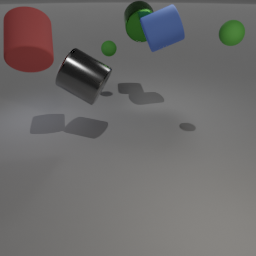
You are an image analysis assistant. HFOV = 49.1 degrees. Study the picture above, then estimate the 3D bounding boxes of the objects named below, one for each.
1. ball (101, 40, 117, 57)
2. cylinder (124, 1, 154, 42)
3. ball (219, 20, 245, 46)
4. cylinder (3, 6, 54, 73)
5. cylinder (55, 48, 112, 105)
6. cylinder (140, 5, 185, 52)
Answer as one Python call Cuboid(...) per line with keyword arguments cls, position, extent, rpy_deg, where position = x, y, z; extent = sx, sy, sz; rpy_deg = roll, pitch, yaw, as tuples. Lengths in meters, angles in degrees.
Cuboid(cls="ball", position=(-0.863, -3.581, 12.623), extent=(0.700, 0.700, 0.700), rpy_deg=(0, 28, 0))
Cuboid(cls="cylinder", position=(0.544, -4.729, 12.422), extent=(1.400, 1.400, 1.400), rpy_deg=(-2, 38, -3))
Cuboid(cls="ball", position=(2.925, -2.676, 7.897), extent=(0.700, 0.700, 0.700), rpy_deg=(0, 28, 0))
Cuboid(cls="cylinder", position=(-3.009, -2.639, 8.490), extent=(1.400, 1.400, 1.400), rpy_deg=(-6, 70, -10))
Cuboid(cls="cylinder", position=(-1.457, -1.698, 9.320), extent=(1.400, 1.400, 1.400), rpy_deg=(29, 29, -5))
Cuboid(cls="cylinder", position=(1.361, -3.948, 11.165), extent=(1.400, 1.400, 1.400), rpy_deg=(-21, 27, 8))
